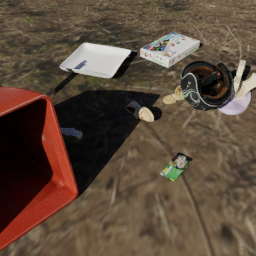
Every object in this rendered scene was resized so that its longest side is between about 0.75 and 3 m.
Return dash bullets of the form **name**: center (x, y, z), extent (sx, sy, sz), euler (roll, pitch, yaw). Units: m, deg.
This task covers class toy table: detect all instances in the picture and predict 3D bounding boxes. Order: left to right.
- **toy table**: center (3.620, -1.414, 9.387), extent (1.710, 1.089, 1.860), euler (8, 41, 9)

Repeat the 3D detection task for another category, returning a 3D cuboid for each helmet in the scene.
- **helmet**: center (2.423, -1.356, 8.936), extent (1.618, 1.618, 1.543), euler (-8, 10, -9)

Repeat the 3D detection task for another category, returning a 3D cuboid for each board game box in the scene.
- **board game box**: center (1.855, -3.453, 12.174), extent (1.485, 0.407, 2.353), euler (31, 50, 30)
- **board game box**: center (1.267, 1.028, 7.387), extent (0.452, 0.101, 0.862), euler (29, 49, 26)

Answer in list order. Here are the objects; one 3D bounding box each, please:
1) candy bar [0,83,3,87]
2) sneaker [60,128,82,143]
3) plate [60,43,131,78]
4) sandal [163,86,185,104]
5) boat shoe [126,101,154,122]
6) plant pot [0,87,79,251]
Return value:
- **candy bar**: center (-3.953, -1.590, 7.542), extent (0.202, 1.825, 0.455), euler (-18, 46, 8)
- **sneaker**: center (-1.791, 0.155, 8.229), extent (0.959, 0.337, 0.384), euler (18, 38, 9)
- **plate**: center (-1.257, -2.703, 11.372), extent (2.257, 0.365, 2.252), euler (13, 44, 14)
- **sandal**: center (1.828, -1.244, 9.668), extent (1.363, 0.448, 0.500), euler (-23, 46, -23)
- **boat shoe**: center (0.348, -0.465, 8.852), extent (0.401, 0.427, 1.159), euler (-27, 39, -24)
- **plant pot**: center (-3.132, 0.661, 5.996), extent (2.825, 2.827, 2.492), euler (-31, 41, -30)
